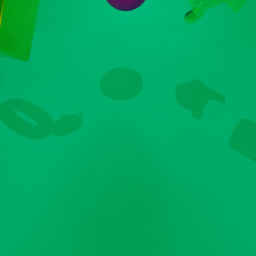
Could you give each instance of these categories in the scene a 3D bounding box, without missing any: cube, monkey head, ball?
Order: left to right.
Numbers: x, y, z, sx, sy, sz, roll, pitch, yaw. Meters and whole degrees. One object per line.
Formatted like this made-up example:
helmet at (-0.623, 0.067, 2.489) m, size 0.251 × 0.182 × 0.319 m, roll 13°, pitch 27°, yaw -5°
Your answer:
cube at (-1.543, -1.278, 2.948) m, size 0.874 × 0.874 × 0.874 m, roll 13°, pitch 95°, yaw 0°
ball at (-0.058, -3.770, 7.373) m, size 1.298 × 1.298 × 1.298 m, roll 0°, pitch 51°, yaw 0°
monkey head at (2.177, -3.330, 6.966) m, size 1.112 × 1.846 × 1.328 m, roll -37°, pitch 79°, yaw -27°
